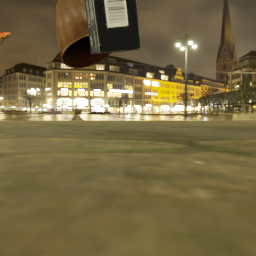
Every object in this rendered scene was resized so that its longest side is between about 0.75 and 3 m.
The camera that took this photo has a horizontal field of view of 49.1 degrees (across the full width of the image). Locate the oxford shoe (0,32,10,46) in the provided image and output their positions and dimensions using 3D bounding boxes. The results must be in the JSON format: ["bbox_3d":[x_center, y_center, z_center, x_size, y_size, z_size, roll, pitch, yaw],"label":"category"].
[{"bbox_3d":[-3.812,-2.570,8.264,0.803,0.293,0.286,-31,42,-13],"label":"oxford shoe"}]

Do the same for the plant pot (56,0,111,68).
[{"bbox_3d":[-1.645,-3.383,9.440,1.863,1.993,1.863,-21,-13,-5],"label":"plant pot"}]

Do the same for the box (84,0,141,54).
[{"bbox_3d":[-0.462,-2.830,7.110,1.059,1.774,1.804,-9,16,-12],"label":"box"}]
